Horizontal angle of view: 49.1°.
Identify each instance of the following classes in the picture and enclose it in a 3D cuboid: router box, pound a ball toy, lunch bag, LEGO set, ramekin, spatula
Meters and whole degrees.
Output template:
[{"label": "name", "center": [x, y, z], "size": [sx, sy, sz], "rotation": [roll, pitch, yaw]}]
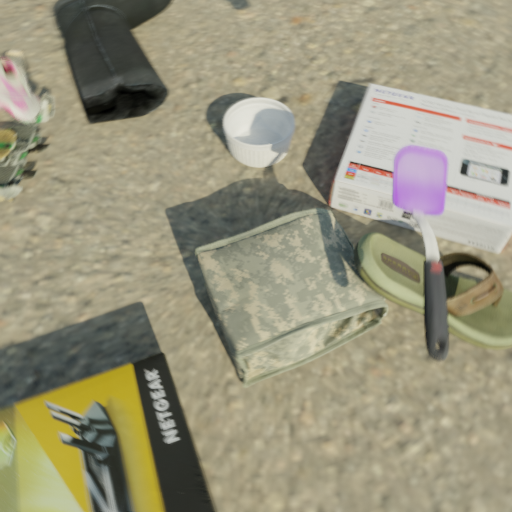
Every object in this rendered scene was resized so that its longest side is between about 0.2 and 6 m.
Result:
[{"label": "router box", "center": [3.090, -1.646, 9.892], "size": [2.958, 0.723, 2.655], "rotation": [17, 57, 11]}, {"label": "pound a ball toy", "center": [-5.962, -3.285, 11.002], "size": [2.554, 1.085, 1.665], "rotation": [-5, 30, -3]}, {"label": "lunch bag", "center": [0.517, 0.496, 8.061], "size": [2.295, 1.350, 1.883], "rotation": [-21, 58, -8]}, {"label": "router box", "center": [-1.838, 3.193, 6.187], "size": [2.877, 0.956, 3.660], "rotation": [-19, 50, -12]}, {"label": "LEGO set", "center": [-4.903, -1.433, 9.825], "size": [3.608, 1.022, 2.343], "rotation": [-26, 57, -2]}, {"label": "ramekin", "center": [0.054, -2.237, 10.334], "size": [1.295, 0.680, 1.295], "rotation": [0, 56, 0]}, {"label": "spatula", "center": [1.892, -0.101, 6.195], "size": [0.723, 0.263, 2.558], "rotation": [9, 63, -14]}]

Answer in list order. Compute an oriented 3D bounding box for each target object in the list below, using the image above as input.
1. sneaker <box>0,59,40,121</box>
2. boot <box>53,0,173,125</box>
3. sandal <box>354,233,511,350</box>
[{"label": "sneaker", "center": [-3.333, -2.291, 7.615], "size": [0.566, 1.391, 0.614], "rotation": [38, 97, 4]}, {"label": "boot", "center": [-2.520, -4.404, 11.485], "size": [2.887, 1.150, 3.502], "rotation": [-25, 54, -3]}, {"label": "sandal", "center": [2.798, 0.419, 7.825], "size": [3.066, 0.875, 1.217], "rotation": [22, 41, -20]}]
